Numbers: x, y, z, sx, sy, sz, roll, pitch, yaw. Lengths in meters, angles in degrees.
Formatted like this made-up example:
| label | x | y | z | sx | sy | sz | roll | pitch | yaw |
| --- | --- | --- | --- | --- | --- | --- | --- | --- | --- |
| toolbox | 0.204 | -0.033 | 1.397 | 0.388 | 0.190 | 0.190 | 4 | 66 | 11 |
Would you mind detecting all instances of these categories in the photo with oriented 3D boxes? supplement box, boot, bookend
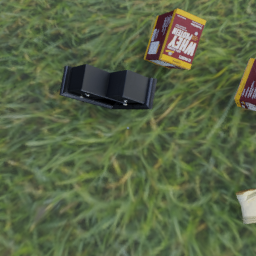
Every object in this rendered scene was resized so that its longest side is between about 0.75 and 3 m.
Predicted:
| label | x | y | z | sx | sy | sz | roll | pitch | yaw |
| --- | --- | --- | --- | --- | --- | --- | --- | --- | --- |
| supplement box | 3.472 | -0.999 | 7.058 | 1.137 | 0.755 | 1.121 | 21 | 90 | 29 |
| boot | 2.941 | 1.799 | 6.513 | 0.957 | 0.348 | 0.744 | 0 | 75 | -35 |
| bookend | -0.469 | -0.948 | 6.521 | 1.591 | 1.601 | 0.737 | 13 | 85 | -40 |
| supplement box | 1.156 | -2.240 | 7.244 | 0.831 | 1.251 | 1.234 | 14 | 99 | -20 |
